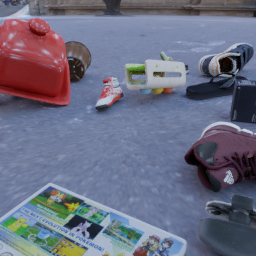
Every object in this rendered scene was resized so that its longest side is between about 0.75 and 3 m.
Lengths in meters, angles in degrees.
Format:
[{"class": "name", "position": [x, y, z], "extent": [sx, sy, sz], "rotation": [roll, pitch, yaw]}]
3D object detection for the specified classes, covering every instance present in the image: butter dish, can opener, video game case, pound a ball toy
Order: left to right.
[{"class": "butter dish", "position": [-2.943, -2.390, 8.641], "extent": [2.796, 2.072, 2.804], "rotation": [10, 46, -25]}, {"class": "video game case", "position": [-0.885, 1.765, 3.509], "extent": [2.563, 0.282, 2.336], "rotation": [14, 29, 28]}, {"class": "pound a ball toy", "position": [0.873, -1.692, 9.747], "extent": [1.592, 1.037, 2.442], "rotation": [1, 7, 44]}, {"class": "can opener", "position": [2.411, 1.515, 3.753], "extent": [2.826, 0.744, 0.939], "rotation": [7, 62, 17]}]

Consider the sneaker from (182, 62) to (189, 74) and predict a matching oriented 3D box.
[{"class": "sneaker", "position": [2.378, -2.748, 12.586], "extent": [0.409, 0.439, 1.018], "rotation": [-16, 30, -32]}]

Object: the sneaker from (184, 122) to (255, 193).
[{"class": "sneaker", "position": [2.267, 0.768, 4.917], "extent": [2.833, 1.072, 1.636], "rotation": [12, 32, 45]}]

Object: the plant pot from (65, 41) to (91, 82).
[{"class": "plant pot", "position": [-2.255, -2.641, 11.438], "extent": [1.433, 1.433, 1.418], "rotation": [-1, 33, -3]}]

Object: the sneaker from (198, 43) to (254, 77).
[{"class": "sneaker", "position": [4.534, -2.858, 12.041], "extent": [2.931, 1.150, 1.164], "rotation": [-23, 28, -19]}]

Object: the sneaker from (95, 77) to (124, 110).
[{"class": "sneaker", "position": [-0.684, -1.121, 8.735], "extent": [0.474, 0.761, 1.420], "rotation": [-10, 18, 34]}]

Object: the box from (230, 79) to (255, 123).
[{"class": "box", "position": [3.400, -0.731, 7.706], "extent": [0.983, 1.079, 0.562], "rotation": [6, 27, 13]}]

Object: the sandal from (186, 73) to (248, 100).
[{"class": "sandal", "position": [3.308, -1.559, 9.957], "extent": [2.783, 0.596, 1.058], "rotation": [-16, 30, -30]}]

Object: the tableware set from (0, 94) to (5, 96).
[{"class": "tableware set", "position": [-4.780, -0.774, 8.818], "extent": [1.073, 0.244, 1.593], "rotation": [12, 29, 28]}]

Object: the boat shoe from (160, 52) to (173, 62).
[{"class": "boat shoe", "position": [1.432, -2.370, 9.860], "extent": [0.300, 0.877, 0.328], "rotation": [-38, 34, 6]}]
